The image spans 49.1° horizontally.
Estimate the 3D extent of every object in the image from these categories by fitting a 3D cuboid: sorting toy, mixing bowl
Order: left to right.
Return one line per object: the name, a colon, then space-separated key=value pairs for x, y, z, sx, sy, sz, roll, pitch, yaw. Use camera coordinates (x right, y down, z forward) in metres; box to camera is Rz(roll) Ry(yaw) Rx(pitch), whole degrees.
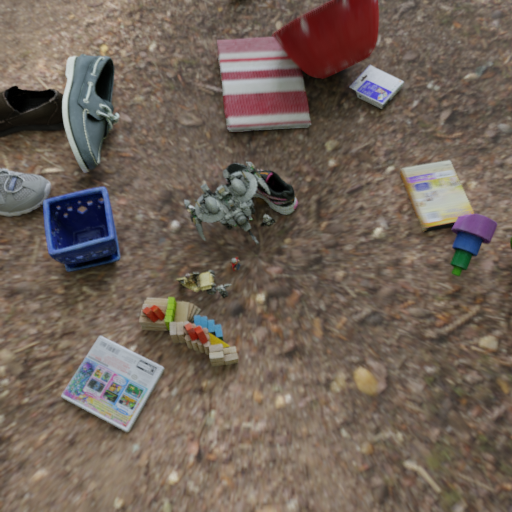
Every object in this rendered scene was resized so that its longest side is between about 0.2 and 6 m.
mixing bowl: x=1.778 y=-4.948 z=12.806 sx=2.554 sy=2.554 sz=1.383 roll=-28 pitch=105 yaw=-13
sorting toy: x=5.612 y=0.590 z=10.583 sx=4.211 sy=1.460 sz=1.450 roll=22 pitch=89 yaw=9

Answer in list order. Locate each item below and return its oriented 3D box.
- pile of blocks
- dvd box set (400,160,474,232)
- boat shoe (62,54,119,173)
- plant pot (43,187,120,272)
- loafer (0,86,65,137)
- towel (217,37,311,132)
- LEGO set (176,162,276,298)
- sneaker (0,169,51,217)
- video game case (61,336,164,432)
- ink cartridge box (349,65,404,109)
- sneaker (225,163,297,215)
pile of blocks: x=-1.217 y=1.268 z=10.358 sx=2.154 sy=0.670 sz=0.884 roll=25 pitch=66 yaw=12
dvd box set: x=3.844 y=-1.286 z=11.901 sx=1.122 sy=0.225 sz=1.533 roll=-11 pitch=63 yaw=-6
boat shoe: x=-3.588 y=-3.270 z=12.379 sx=1.007 sy=1.187 sz=3.260 roll=-11 pitch=59 yaw=-1
plant pot: x=-3.340 y=-0.440 z=10.965 sx=1.254 sy=1.128 sz=1.254 roll=-14 pitch=63 yaw=-7
loafer: x=-5.533 y=-3.365 z=12.504 sx=2.840 sy=1.013 sz=1.036 roll=-8 pitch=63 yaw=-4
towel: x=0.153 y=-4.095 z=13.295 sx=1.964 sy=0.310 sz=2.726 roll=-5 pitch=65 yaw=-5
LEGO set: x=-0.643 y=-0.700 z=10.963 sx=1.943 sy=0.848 sz=2.992 roll=-5 pitch=64 yaw=15
sneaker: x=-5.527 y=-1.441 z=11.532 sx=2.466 sy=1.011 sz=0.922 roll=1 pitch=63 yaw=0
video game case: x=-2.579 y=2.291 z=10.127 sx=1.397 sy=0.165 sz=1.272 roll=24 pitch=66 yaw=11
ink cartridge box: x=2.840 y=-4.007 z=13.277 sx=0.953 sy=0.207 sz=0.944 roll=35 pitch=68 yaw=19
sneaker: x=0.136 y=-1.579 z=11.761 sx=1.712 sy=0.739 sz=0.688 roll=25 pitch=65 yaw=13
